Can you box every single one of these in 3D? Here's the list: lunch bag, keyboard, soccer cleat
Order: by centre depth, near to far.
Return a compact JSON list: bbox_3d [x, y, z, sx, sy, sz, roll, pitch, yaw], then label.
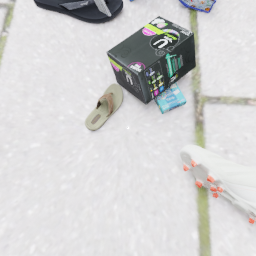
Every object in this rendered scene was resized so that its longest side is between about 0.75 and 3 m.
[{"bbox_3d":[2.484,1.198,6.347,2.889,1.001,1.121,37,70,5],"label":"soccer cleat"},{"bbox_3d":[-0.766,-3.149,6.597,0.400,1.422,0.076,40,88,21],"label":"keyboard"},{"bbox_3d":[2.072,-4.103,8.379,1.129,0.699,0.960,15,71,-3],"label":"lunch bag"}]

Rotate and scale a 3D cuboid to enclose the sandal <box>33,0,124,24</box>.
[{"bbox_3d":[-1.541,-3.798,8.305,2.809,0.601,1.068,10,70,4],"label":"sandal"}]

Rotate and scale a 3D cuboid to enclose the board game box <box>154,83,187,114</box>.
[{"bbox_3d":[1.023,-0.927,7.462,0.705,0.219,0.934,-23,71,-8],"label":"board game box"}]

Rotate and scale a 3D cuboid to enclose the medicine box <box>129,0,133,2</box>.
[{"bbox_3d":[0.358,-5.456,8.600,2.100,1.187,2.306,-31,73,-10],"label":"medicine box"}]

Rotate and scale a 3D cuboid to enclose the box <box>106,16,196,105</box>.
[{"bbox_3d":[0.619,-1.731,7.088,1.785,1.110,1.326,-38,53,-12],"label":"box"}]

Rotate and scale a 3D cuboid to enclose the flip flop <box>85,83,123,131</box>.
[{"bbox_3d":[-0.611,-0.566,7.228,0.584,0.415,1.440,34,74,12],"label":"flip flop"}]
